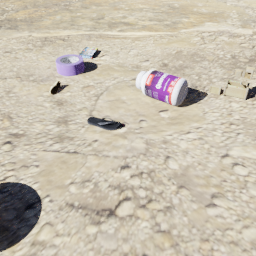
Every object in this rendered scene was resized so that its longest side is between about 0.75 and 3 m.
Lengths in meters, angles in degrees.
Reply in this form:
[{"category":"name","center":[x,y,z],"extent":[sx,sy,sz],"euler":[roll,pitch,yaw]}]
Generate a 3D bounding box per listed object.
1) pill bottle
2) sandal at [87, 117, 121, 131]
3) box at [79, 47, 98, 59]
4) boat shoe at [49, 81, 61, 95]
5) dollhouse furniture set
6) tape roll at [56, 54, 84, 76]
[{"category":"pill bottle","center":[1.392,-1.752,11.783],"extent":[2.063,1.160,1.160],"euler":[23,43,28]},{"category":"sandal","center":[-0.918,-0.210,10.485],"extent":[1.341,0.287,0.510],"euler":[10,38,13]},{"category":"box","center":[-2.222,-4.276,15.894],"extent":[0.762,0.210,1.115],"euler":[8,38,10]},{"category":"boat shoe","center":[-3.320,-1.786,12.576],"extent":[0.278,0.309,0.856],"euler":[-9,42,31]},{"category":"dollhouse furniture set","center":[4.490,-2.149,12.130],"extent":[1.564,1.383,0.870],"euler":[17,40,19]},{"category":"tape roll","center":[-2.917,-3.185,14.157],"extent":[1.377,0.585,1.377],"euler":[-1,38,0]}]
